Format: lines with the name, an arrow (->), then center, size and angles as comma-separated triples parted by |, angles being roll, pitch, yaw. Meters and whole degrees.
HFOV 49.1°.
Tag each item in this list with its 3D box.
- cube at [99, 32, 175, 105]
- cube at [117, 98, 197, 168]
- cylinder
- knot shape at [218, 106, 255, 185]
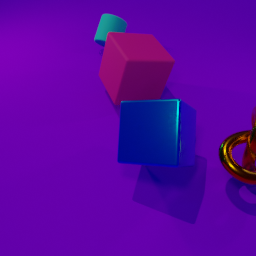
cube -> 0.170, -1.604, 7.572 | 1.385, 1.385, 1.385 | -6, 47, -26
cube -> 0.634, 0.138, 5.768 | 1.248, 1.248, 1.248 | 1, 84, 27
cylinder -> -0.584, -3.234, 9.493 | 0.897, 0.897, 0.897 | 19, 92, 17
knot shape -> 2.767, 0.493, 5.833 | 1.703, 1.594, 0.787 | -60, 26, -13
